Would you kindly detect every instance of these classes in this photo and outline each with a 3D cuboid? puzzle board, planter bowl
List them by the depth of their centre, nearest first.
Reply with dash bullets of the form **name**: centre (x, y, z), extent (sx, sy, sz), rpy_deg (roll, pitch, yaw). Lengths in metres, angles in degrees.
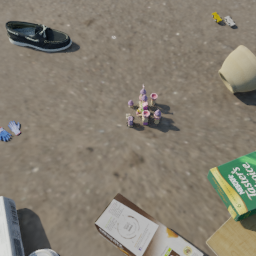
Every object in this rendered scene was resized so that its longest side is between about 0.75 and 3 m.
- **puzzle board**: centre (3.396, 3.250, 7.038), extent (1.755, 0.203, 2.329), rpy_deg (-34, 64, -21)
- **planter bowl**: centre (3.812, -1.854, 9.611), extent (1.065, 1.582, 1.582), rpy_deg (-34, 60, 12)

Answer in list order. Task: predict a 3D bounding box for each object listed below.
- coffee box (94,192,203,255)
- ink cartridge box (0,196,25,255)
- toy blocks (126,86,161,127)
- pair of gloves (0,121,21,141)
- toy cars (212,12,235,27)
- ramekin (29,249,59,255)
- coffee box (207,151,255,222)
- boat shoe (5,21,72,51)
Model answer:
- **coffee box**: centre (0.430, 2.737, 6.675), extent (2.337, 1.336, 0.932), rpy_deg (32, 63, 18)
- **ink cartridge box**: centre (-3.807, 3.133, 6.897), extent (2.430, 0.574, 1.945), rpy_deg (-31, 54, 2)
- **toy blocks**: centre (0.475, -0.720, 9.095), extent (1.120, 0.943, 1.047), rpy_deg (-5, 58, -3)
- **pair of gloves**: centre (-3.850, 0.085, 9.095), extent (0.775, 0.088, 0.623), rpy_deg (-34, 64, -19)
- **toy cars**: centre (4.057, -4.604, 11.981), extent (1.084, 0.240, 0.486), rpy_deg (22, 69, 9)
- **ramekin**: centre (-2.101, 3.401, 6.788), extent (0.935, 0.435, 0.935), rpy_deg (0, 57, 0)
- **coffee box**: centre (3.568, 1.391, 7.596), extent (2.381, 0.524, 1.464), rpy_deg (-19, 54, -8)
- **boat shoe**: centre (-3.550, -3.670, 11.047), extent (2.609, 0.787, 0.987), rpy_deg (4, 58, 3)
